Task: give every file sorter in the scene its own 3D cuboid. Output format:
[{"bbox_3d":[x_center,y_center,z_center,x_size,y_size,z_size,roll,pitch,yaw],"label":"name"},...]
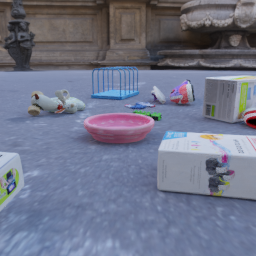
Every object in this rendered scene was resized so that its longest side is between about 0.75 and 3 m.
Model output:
[{"bbox_3d":[-0.648,-2.504,15.254,1.765,1.560,2.544,5,16,22],"label":"file sorter"}]

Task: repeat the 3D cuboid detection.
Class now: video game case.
[{"bbox_3d":[-2.901,0.942,3.022,2.564,0.583,2.324,3,22,11],"label":"video game case"}]

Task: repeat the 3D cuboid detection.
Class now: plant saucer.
[{"bbox_3d":[-0.236,-0.004,7.559,1.887,0.478,1.887,-1,15,0],"label":"plant saucer"}]

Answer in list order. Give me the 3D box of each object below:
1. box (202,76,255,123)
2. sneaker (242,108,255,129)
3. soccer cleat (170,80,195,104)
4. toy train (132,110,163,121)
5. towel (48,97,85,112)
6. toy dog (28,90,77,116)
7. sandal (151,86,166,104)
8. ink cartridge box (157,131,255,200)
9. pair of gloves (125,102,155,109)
[{"bbox_3d":[4.019,-1.116,10.002,2.542,1.430,1.288,-9,17,-35],"label":"box"},{"bbox_3d":[4.453,-0.238,8.434,1.817,0.712,1.050,-8,19,22],"label":"sneaker"},{"bbox_3d":[2.568,-1.735,13.564,1.086,1.012,2.967,-9,12,10],"label":"soccer cleat"},{"bbox_3d":[0.641,-0.433,9.789,1.166,0.243,0.329,9,27,32],"label":"toy train"},{"bbox_3d":[-2.700,-1.004,11.652,1.458,0.410,1.703,-7,16,-23],"label":"towel"},{"bbox_3d":[-2.789,-0.969,10.266,1.785,1.177,0.860,-15,-18,-24],"label":"toy dog"},{"bbox_3d":[1.401,-1.557,13.560,0.498,0.824,2.025,-39,8,13],"label":"sandal"},{"bbox_3d":[1.636,0.580,4.733,2.143,0.727,1.234,3,15,12],"label":"ink cartridge box"},{"bbox_3d":[0.552,-0.984,12.122,1.026,0.145,1.276,13,20,41],"label":"pair of gloves"}]
